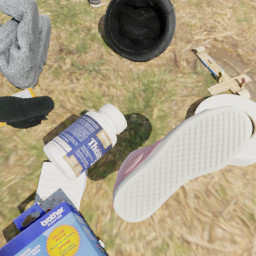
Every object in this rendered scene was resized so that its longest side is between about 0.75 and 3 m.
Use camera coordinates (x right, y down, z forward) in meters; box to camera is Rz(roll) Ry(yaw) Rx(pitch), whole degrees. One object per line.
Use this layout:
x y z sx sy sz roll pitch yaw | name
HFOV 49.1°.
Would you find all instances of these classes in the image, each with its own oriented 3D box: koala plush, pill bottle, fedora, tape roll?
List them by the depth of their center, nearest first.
-0.818 0.236 5.746 0.901 0.901 1.624 39 67 24 | pill bottle
3.042 0.002 8.157 2.338 0.427 2.338 0 55 0 | tape roll
-4.191 -2.677 8.744 2.885 2.558 2.651 7 91 -2 | koala plush
0.551 -3.712 10.122 2.788 2.788 1.273 31 26 20 | fedora

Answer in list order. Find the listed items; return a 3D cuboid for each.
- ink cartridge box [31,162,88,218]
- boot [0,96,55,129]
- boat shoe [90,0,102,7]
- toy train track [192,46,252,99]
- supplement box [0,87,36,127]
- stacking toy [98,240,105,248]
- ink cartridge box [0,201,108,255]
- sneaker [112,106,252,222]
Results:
-1.694 1.604 7.119 1.165 0.360 1.436 4 63 2 | ink cartridge box
-2.344 -0.283 5.982 1.427 1.169 0.528 -12 83 -38 | boot
-1.499 -6.230 12.529 0.753 0.650 2.074 -7 54 -5 | boat shoe
3.170 -2.014 9.608 1.624 0.461 2.832 -21 56 -15 | toy train track
-3.593 -0.558 8.468 1.785 0.594 0.614 -23 55 -17 | supplement box
-1.041 2.627 6.402 0.656 0.204 0.870 -38 62 -24 | stacking toy
-1.430 2.755 5.694 1.735 0.971 2.543 -37 60 -12 | ink cartridge box
0.796 0.470 4.973 2.594 1.356 0.976 -38 98 2 | sneaker
